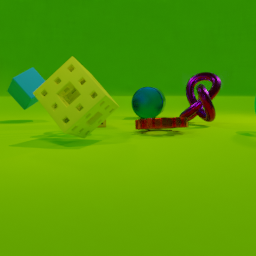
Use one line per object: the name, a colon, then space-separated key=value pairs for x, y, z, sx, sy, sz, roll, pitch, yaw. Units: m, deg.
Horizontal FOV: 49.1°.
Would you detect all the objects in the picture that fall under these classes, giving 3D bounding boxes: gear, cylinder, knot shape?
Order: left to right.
cylinder: x=0.892 y=-1.062 z=11.730 sx=1.297 sy=1.297 sz=1.297 roll=1 pitch=7 yaw=12
gear: x=0.905 y=-0.113 z=7.548 sx=1.402 sy=0.259 sz=1.402 roll=-2 pitch=-2 yaw=0
knot shape: x=2.388 y=-0.852 z=9.565 sx=0.897 sy=1.817 sz=1.941 roll=18 pitch=47 yaw=-9

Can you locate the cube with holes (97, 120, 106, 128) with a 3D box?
cube with holes: x=-1.247 y=-0.524 z=8.978 sx=0.932 sy=0.932 sz=0.932 roll=-2 pitch=7 yaw=-15

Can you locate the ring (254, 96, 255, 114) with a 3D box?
ring: x=3.795 y=-0.562 z=7.155 sx=0.290 sy=1.450 sz=1.450 roll=-7 pitch=9 yaw=-15

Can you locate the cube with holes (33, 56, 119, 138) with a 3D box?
cube with holes: x=-1.048 y=-0.588 z=5.960 sx=1.093 sy=1.093 sz=1.093 roll=-42 pitch=-13 yaw=4

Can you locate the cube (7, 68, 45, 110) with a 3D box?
cube: x=-3.691 y=-1.450 z=10.405 sx=0.965 sy=0.965 sz=0.965 roll=-34 pitch=9 yaw=49
